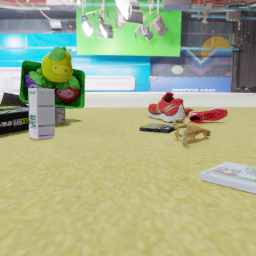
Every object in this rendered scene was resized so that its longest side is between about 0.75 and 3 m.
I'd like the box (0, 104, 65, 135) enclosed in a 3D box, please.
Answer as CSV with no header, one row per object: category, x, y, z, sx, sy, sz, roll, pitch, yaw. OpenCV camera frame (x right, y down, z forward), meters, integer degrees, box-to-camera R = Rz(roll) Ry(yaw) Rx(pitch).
box,-4.131,-0.372,9.370,2.872,0.707,2.974,7,11,26

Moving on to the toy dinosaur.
toy dinosaur,1.546,0.089,7.087,0.917,0.522,1.727,9,13,38

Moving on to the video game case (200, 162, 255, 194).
video game case,1.762,0.735,4.232,1.011,0.120,0.921,8,12,43

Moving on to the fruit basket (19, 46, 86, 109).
fruit basket,-2.686,-1.760,10.344,2.580,1.861,2.580,-1,-15,0

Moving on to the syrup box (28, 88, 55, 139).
syrup box,-2.317,-0.395,7.518,0.535,1.315,0.518,-4,9,-41

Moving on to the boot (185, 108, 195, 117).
boot,2.441,-0.627,12.190,1.063,0.399,0.570,-6,16,-6

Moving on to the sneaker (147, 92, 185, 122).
sneaker,1.596,-0.911,11.423,1.010,1.113,2.622,-3,10,-20

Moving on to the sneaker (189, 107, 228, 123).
sneaker,2.982,-0.390,10.449,1.448,0.567,0.836,-10,14,20

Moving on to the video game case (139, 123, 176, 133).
video game case,1.001,-0.005,8.877,0.943,0.133,1.044,5,11,27

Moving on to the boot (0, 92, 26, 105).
boot,-4.752,-1.085,12.701,1.997,0.968,0.746,-1,13,-42
